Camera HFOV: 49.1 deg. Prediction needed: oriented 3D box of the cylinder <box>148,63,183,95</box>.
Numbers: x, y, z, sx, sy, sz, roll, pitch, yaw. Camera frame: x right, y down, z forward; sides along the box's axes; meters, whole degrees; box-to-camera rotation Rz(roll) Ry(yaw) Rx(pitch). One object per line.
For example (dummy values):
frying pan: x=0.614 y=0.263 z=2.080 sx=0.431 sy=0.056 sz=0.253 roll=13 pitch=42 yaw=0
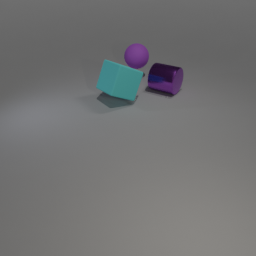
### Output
cylinder: x=1.929 y=-2.534 z=14.361 sx=1.400 sy=1.400 sz=1.400 roll=18 pitch=35 yaw=27

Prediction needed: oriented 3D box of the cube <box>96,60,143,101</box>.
cube: x=-0.402 y=-2.222 z=13.045 sx=1.400 sy=1.400 sz=1.400 roll=8 pitch=16 yaw=-40

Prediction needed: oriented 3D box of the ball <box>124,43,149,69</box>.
ball: x=0.486 y=-4.054 z=15.828 sx=1.400 sy=1.400 sz=1.400 roll=0 pitch=30 yaw=0
